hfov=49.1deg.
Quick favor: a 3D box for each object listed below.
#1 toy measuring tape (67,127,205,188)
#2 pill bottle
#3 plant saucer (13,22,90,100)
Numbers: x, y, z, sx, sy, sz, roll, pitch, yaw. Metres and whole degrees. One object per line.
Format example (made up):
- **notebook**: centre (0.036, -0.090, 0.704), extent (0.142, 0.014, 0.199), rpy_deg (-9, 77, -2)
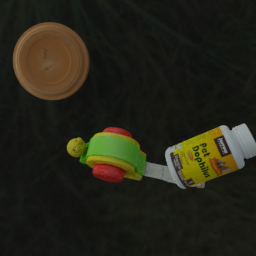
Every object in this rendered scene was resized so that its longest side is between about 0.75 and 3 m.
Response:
- **toy measuring tape**: centre (0.245, 0.621, 5.239), extent (2.815, 1.035, 1.035), rpy_deg (14, 78, -4)
- **pill bottle**: centre (1.453, 0.468, 4.906), extent (1.453, 0.794, 0.794), rpy_deg (-25, 78, 17)
- **plant saucer**: centre (-1.766, -1.513, 6.399), extent (1.753, 0.283, 1.753), rpy_deg (0, 96, 1)
